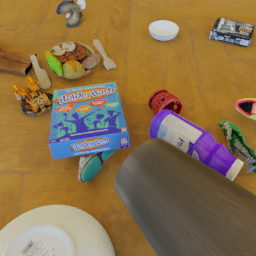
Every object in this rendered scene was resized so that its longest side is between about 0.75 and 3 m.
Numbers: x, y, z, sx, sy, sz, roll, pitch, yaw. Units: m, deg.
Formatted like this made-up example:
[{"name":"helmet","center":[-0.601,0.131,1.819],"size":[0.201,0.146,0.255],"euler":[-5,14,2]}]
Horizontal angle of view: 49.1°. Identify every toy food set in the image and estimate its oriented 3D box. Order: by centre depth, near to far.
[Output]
[{"name":"toy food set","center":[-2.006,-2.533,10.080],"size":[2.799,0.562,1.932],"euler":[-21,63,-18]}]

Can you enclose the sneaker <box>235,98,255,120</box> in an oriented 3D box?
[{"name":"sneaker","center":[3.873,-0.438,7.952],"size":[0.831,0.719,1.840],"euler":[6,10,-42]}]

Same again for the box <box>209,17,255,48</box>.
[{"name":"box","center":[4.326,-3.985,11.607],"size":[1.604,0.399,1.265],"euler":[20,52,17]}]

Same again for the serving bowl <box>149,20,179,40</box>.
[{"name":"serving bowl","center":[1.462,-3.980,11.611],"size":[1.214,0.399,1.214],"euler":[0,49,-1]}]

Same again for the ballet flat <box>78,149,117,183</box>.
[{"name":"ballet flat","center":[-0.888,0.778,7.485],"size":[0.614,0.596,1.724],"euler":[13,43,31]}]

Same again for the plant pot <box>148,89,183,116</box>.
[{"name":"plant pot","center":[1.111,-0.710,8.526],"size":[0.864,0.864,0.787],"euler":[-20,47,-16]}]

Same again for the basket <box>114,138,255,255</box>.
[{"name":"basket","center":[1.238,1.705,5.774],"size":[2.675,2.018,2.967],"euler":[-26,50,-33]}]

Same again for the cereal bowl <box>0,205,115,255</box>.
[{"name":"cereal bowl","center":[-1.590,2.709,5.412],"size":[2.756,1.148,2.756],"euler":[0,50,0]}]

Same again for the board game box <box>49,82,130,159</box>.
[{"name":"board game box","center":[-1.139,-0.341,8.019],"size":[1.998,0.591,2.627],"euler":[-9,38,-5]}]

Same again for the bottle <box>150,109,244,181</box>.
[{"name":"bottle","center":[1.742,0.476,7.383],"size":[2.501,1.045,0.817],"euler":[34,56,25]}]

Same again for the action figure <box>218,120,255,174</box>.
[{"name":"action figure","center":[2.939,0.379,7.663],"size":[0.489,1.056,1.788],"euler":[-21,40,4]}]

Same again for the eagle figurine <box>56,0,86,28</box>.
[{"name":"eagle figurine","center":[-2.493,-5.125,12.345],"size":[1.005,0.999,1.324],"euler":[13,39,-2]}]

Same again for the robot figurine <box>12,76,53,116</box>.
[{"name":"robot figurine","center":[-3.065,-1.013,9.039],"size":[1.109,0.445,1.530],"euler":[-35,58,-22]}]

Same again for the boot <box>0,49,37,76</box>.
[{"name":"boot","center":[-4.524,-2.858,10.437],"size":[2.174,0.744,2.047],"euler":[4,49,2]}]
